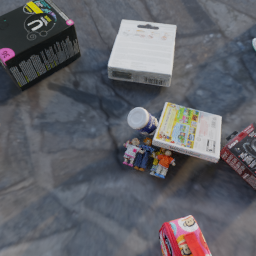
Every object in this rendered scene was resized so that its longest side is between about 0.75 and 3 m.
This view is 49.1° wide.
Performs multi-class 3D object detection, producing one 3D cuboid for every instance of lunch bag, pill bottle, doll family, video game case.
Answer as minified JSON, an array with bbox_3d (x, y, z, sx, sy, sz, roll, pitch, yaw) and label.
[{"bbox_3d":[1.357,2.988,5.802,0.892,1.918,2.177,-15,63,-8],"label":"lunch bag"},{"bbox_3d":[0.475,-0.141,7.839,0.596,1.073,0.596,-8,72,26],"label":"pill bottle"},{"bbox_3d":[0.613,0.771,7.785,1.512,0.681,0.938,18,79,17],"label":"doll family"},{"bbox_3d":[1.735,0.047,7.962,1.748,0.220,1.921,16,41,8],"label":"video game case"}]

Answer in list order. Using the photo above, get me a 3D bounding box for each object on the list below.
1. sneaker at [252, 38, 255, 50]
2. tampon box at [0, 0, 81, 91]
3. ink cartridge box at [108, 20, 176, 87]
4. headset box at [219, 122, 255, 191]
[{"bbox_3d":[5.859,-3.137,9.423,2.918,1.331,1.132,-5,62,-3],"label":"sneaker"},{"bbox_3d":[-3.089,-2.773,9.117,2.418,1.526,1.812,-36,68,-17],"label":"tampon box"},{"bbox_3d":[0.558,-2.636,9.655,2.072,0.727,2.549,8,52,5],"label":"ink cartridge box"},{"bbox_3d":[3.477,0.745,7.726,1.256,0.652,1.687,-35,67,-18],"label":"headset box"}]
